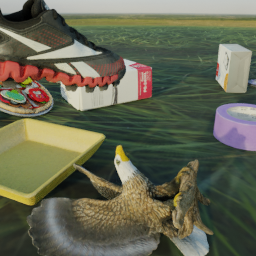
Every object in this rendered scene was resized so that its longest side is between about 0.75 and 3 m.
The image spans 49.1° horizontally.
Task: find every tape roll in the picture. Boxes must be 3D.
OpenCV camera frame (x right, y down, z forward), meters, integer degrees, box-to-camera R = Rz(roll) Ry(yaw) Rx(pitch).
[{"bbox_3d":[2.972,-0.068,7.011,1.543,0.656,1.543,-1,23,0],"label":"tape roll"}]

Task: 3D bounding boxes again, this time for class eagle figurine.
[{"bbox_3d":[-0.031,1.061,4.006,2.196,1.657,1.666,-21,-31,27],"label":"eagle figurine"}]

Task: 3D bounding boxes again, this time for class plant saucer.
[{"bbox_3d":[-1.986,0.617,5.574,2.363,0.572,2.363,11,27,23],"label":"plant saucer"}]

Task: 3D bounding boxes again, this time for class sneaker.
[{"bbox_3d":[-1.093,-1.306,4.455,2.689,1.314,0.950,-1,26,-35],"label":"sneaker"}]

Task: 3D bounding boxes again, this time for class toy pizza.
[{"bbox_3d":[-3.402,-1.192,8.629,2.308,0.366,2.308,24,30,-15],"label":"toy pizza"}]

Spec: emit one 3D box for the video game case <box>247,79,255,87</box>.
[{"bbox_3d":[5.645,-1.892,11.781,1.297,0.123,0.926,-12,27,-23],"label":"video game case"}]

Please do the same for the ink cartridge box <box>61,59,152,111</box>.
[{"bbox_3d":[-0.807,-1.617,9.881,2.717,1.133,1.973,-13,27,-28],"label":"ink cartridge box"}]

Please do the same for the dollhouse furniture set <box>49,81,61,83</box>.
[{"bbox_3d":[-3.107,-2.573,12.578,1.353,0.705,1.368,11,26,22],"label":"dollhouse furniture set"}]

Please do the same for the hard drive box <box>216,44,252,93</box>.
[{"bbox_3d":[4.179,-2.444,11.239,0.771,1.564,2.007,1,23,5],"label":"hard drive box"}]
